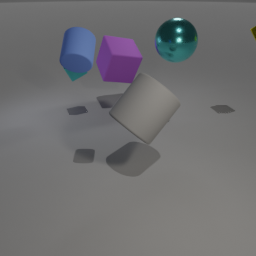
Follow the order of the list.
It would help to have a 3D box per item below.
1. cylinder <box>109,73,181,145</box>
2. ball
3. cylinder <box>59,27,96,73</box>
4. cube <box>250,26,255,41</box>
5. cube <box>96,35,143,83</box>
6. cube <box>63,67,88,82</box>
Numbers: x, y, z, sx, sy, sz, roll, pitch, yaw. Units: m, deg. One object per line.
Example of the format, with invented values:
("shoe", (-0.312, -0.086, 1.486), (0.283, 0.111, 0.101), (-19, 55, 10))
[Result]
("cylinder", (0.443, -0.510, 7.508), (1.400, 1.400, 1.400), (38, 2, -1))
("ball", (1.571, -2.849, 9.149), (1.400, 1.400, 1.400), (0, 28, 0))
("cylinder", (-1.078, -1.674, 6.051), (0.700, 0.700, 0.700), (2, 67, 3))
("cube", (4.883, -3.293, 9.909), (0.700, 0.700, 0.700), (-28, -22, 32))
("cube", (-0.416, -2.934, 12.078), (1.400, 1.400, 1.400), (0, 49, -26))
("cube", (-2.112, -2.390, 10.914), (0.700, 0.700, 0.700), (-30, 48, -1))
